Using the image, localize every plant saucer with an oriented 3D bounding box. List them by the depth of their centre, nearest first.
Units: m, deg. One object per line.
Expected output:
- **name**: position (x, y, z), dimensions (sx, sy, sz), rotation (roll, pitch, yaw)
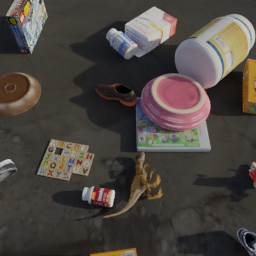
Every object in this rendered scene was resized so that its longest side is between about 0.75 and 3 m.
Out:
- **plant saucer**: position (1.795, -1.117, 10.386), dimensions (2.628, 0.666, 2.628), rotation (3, 53, -4)
- **plant saucer**: position (-4.669, -1.488, 11.211), dimensions (2.250, 0.412, 2.250), rotation (0, 57, 0)

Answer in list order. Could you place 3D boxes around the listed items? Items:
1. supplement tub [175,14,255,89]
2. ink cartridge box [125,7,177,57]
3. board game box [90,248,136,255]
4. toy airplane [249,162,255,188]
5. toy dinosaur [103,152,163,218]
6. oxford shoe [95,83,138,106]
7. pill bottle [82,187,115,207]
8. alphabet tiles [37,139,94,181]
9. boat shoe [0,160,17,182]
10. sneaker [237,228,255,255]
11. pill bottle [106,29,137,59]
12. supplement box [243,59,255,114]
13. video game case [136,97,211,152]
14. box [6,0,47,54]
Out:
- **supplement tub**: position (3.535, -3.135, 11.301), dimensions (2.892, 2.092, 2.092), rotation (-39, 64, -23)
- **ink cartridge box**: position (0.879, -4.453, 12.933), dimensions (1.466, 0.850, 2.518), rotation (39, 64, 23)
- **board game box**: position (-0.303, 3.857, 7.133), dimensions (1.164, 1.165, 1.165), rotation (-6, 56, -4)
- **toy airplane**: position (4.381, 1.645, 8.984), dimensions (1.084, 0.768, 1.089), rotation (39, 28, 12)
- **toy dinosaur**: position (0.348, 1.936, 8.849), dimensions (1.327, 0.755, 2.499), rotation (-1, 46, 26)
- **oxford shoe**: position (-0.496, -1.507, 10.946), dimensions (1.953, 0.708, 0.695), rotation (20, 59, 26)
- **pill bottle**: position (-0.917, 2.120, 8.694), dimensions (0.939, 0.530, 0.530), rotation (8, 56, 6)
- **alphabet tiles**: position (-2.087, 1.121, 9.652), dimensions (1.688, 0.064, 1.411), rotation (9, 56, 7)
- **boat shoe**: position (-4.366, 1.667, 9.016), dimensions (1.605, 0.576, 0.544), rotation (-33, 61, -28)
- **sneaker**: position (3.571, 3.365, 7.635), dimensions (0.476, 0.736, 1.357), rotation (-38, 69, -5)
- **pill bottle**: position (-0.302, -3.759, 12.389), dimensions (0.776, 0.776, 1.383), rotation (-37, 72, -22)
- **supplement box**: position (5.013, -1.659, 11.107), dimensions (0.775, 0.801, 2.329), rotation (11, 55, 8)
- **video game case**: position (1.590, -0.186, 10.394), dimensions (2.569, 0.283, 2.339), rotation (0, 56, 0)
- **box**: position (-4.487, -5.070, 12.692), dimensions (0.565, 1.940, 2.834), rotation (5, 56, 3)
